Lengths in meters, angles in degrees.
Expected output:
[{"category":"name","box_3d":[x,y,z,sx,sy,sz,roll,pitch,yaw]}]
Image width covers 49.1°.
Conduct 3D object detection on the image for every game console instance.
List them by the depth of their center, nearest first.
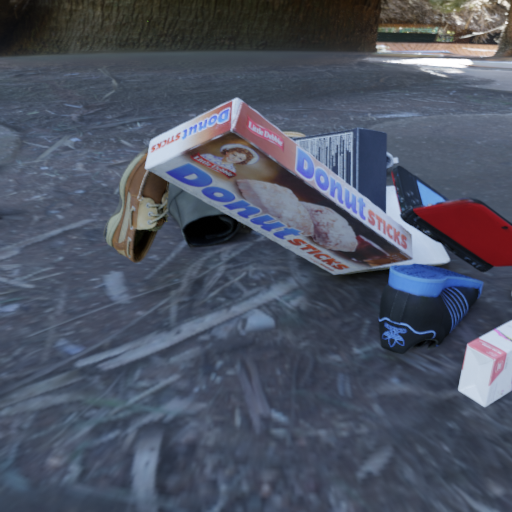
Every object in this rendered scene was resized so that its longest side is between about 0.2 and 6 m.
[{"category":"game console","box_3d":[2.675,-0.545,7.015,1.668,0.990,1.437,28,42,-26]}]

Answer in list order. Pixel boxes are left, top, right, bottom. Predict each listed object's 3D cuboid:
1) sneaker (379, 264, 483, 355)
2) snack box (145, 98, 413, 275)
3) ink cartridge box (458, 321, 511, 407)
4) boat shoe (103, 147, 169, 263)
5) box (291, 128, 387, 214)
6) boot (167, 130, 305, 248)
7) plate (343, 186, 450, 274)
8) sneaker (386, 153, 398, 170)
[{"category":"sneaker","box_3d":[2.259,0.668,7.363,0.888,0.987,2.534,19,10,36]},{"category":"snack box","box_3d":[0.487,-0.604,6.762,1.294,0.438,3.599,-13,-28,39]},{"category":"ink cartridge box","box_3d":[2.836,1.174,6.377,1.113,0.648,0.376,-17,30,-32]},{"category":"boat shoe","box_3d":[-1.437,-0.632,7.431,0.669,1.812,0.686,46,42,17]},{"category":"box","box_3d":[1.202,-1.139,8.154,0.765,1.242,1.231,-3,5,-42]},{"category":"boot","box_3d":[-0.145,-1.221,10.804,3.242,1.256,2.242,-25,34,-4]},{"category":"plate","box_3d":[1.986,-0.428,9.622,2.001,0.324,2.005,-6,47,-12]},{"category":"sneaker","box_3d":[2.199,-2.310,13.503,2.529,0.950,1.453,-13,25,-34]}]
